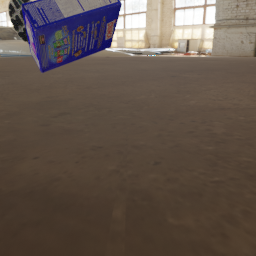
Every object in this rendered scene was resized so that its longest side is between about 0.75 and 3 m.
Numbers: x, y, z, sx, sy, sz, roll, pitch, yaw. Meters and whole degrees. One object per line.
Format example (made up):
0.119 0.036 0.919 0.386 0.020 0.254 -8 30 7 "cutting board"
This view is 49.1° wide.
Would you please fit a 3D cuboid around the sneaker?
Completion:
-2.667 -2.835 8.272 0.938 2.421 0.964 -38 56 -1 "sneaker"

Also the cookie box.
-1.281 -2.297 6.525 1.988 0.747 1.701 -25 -11 -19 "cookie box"
